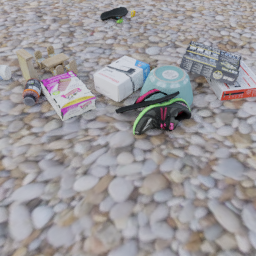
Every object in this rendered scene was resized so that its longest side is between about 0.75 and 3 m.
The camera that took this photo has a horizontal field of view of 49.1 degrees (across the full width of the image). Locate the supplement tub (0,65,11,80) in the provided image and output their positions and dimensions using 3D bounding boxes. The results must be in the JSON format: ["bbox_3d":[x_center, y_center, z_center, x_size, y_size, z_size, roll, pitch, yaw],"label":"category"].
[{"bbox_3d":[-5.378,-2.299,11.542,0.909,0.600,0.600,4,44,4],"label":"supplement tub"}]

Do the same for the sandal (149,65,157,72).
[{"bbox_3d":[1.144,-2.520,11.982,1.064,0.304,0.422,30,52,28],"label":"sandal"}]

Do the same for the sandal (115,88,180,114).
[{"bbox_3d":[0.606,-1.000,9.603,2.312,0.521,0.868,-13,0,16],"label":"sandal"}]

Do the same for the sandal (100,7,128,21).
[{"bbox_3d":[-0.719,-6.306,15.601,1.771,0.424,0.666,2,70,30],"label":"sandal"}]

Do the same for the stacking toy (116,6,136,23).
[{"bbox_3d":[-0.467,-6.553,16.117,1.162,0.362,1.541,32,53,29],"label":"stacking toy"}]

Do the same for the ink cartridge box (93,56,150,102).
[{"bbox_3d":[-0.227,-1.984,11.044,1.349,0.786,1.866,29,52,31],"label":"ink cartridge box"}]

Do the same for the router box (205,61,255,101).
[{"bbox_3d":[4.183,-1.949,11.264,1.736,0.473,1.935,-6,44,-6],"label":"router box"}]

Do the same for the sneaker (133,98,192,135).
[{"bbox_3d":[1.167,-0.302,9.311,2.209,0.848,0.926,-25,56,-15],"label":"sneaker"}]

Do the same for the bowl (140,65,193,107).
[{"bbox_3d":[1.484,-1.613,10.501,2.052,1.073,2.052,0,44,0],"label":"bowl"}]

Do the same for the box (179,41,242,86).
[{"bbox_3d":[3.265,-2.605,10.975,2.176,0.534,1.754,20,41,9],"label":"box"}]

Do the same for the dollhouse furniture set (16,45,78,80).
[{"bbox_3d":[-3.407,-2.797,11.581,1.939,1.261,1.781,-33,53,-29],"label":"dollhouse furniture set"}]

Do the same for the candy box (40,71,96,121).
[{"bbox_3d":[-2.246,-1.261,10.454,1.373,0.614,2.013,-24,49,-24],"label":"candy box"}]

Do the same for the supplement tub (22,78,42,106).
[{"bbox_3d":[-3.629,-1.337,10.553,0.608,0.608,1.136,-2,44,-2],"label":"supplement tub"}]
